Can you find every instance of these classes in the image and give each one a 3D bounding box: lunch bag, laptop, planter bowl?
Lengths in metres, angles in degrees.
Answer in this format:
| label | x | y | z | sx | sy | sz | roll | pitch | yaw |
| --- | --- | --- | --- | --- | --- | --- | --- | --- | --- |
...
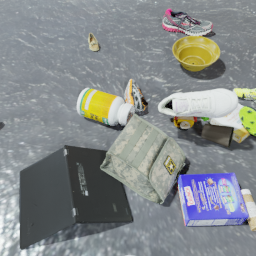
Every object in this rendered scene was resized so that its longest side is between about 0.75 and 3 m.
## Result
| label | x | y | z | sx | sy | sz | roll | pitch | yaw |
| --- | --- | --- | --- | --- | --- | --- | --- | --- | --- |
| lunch bag | 0.579 | 0.952 | 8.385 | 2.187 | 1.286 | 1.794 | 33 | 53 | 4 |
| laptop | -1.637 | 1.963 | 8.290 | 2.686 | 1.557 | 2.515 | 10 | 42 | -30 |
| planter bowl | 2.918 | -3.085 | 12.265 | 2.008 | 0.836 | 2.008 | -1 | 53 | 2 |

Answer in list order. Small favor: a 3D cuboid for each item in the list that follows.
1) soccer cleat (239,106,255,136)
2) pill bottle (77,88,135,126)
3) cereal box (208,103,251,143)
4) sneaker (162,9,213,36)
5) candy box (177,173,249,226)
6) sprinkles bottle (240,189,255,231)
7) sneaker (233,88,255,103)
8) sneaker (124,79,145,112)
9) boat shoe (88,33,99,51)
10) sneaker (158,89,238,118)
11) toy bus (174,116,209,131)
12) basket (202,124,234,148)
| label | x | y | z | sx | sy | sz | roll | pitch | yaw |
| --- | --- | --- | --- | --- | --- | --- | --- | --- | --- |
| soccer cleat | 4.623 | 0.033 | 9.437 | 2.105 | 0.711 | 0.853 | 44 | 33 | 10 |
| pill bottle | -0.769 | -0.700 | 10.032 | 1.894 | 1.068 | 1.068 | 18 | 51 | 15 |
| cereal box | 3.710 | -0.429 | 10.240 | 1.379 | 0.379 | 1.917 | -33 | 56 | -26 |
| sneaker | 3.028 | -5.351 | 14.252 | 2.559 | 0.955 | 1.032 | 12 | 49 | 9 |
| candy box | 2.321 | 2.005 | 7.912 | 1.627 | 0.627 | 1.376 | -1 | 50 | -2 |
| sprinkles bottle | 3.418 | 2.280 | 7.831 | 0.377 | 0.377 | 1.105 | -4 | 48 | -4 |
| sneaker | 4.826 | -1.373 | 11.006 | 1.328 | 0.507 | 0.501 | 16 | 52 | 15 |
| sneaker | 0.258 | -1.220 | 10.852 | 0.667 | 0.676 | 1.728 | 7 | 50 | -13 |
| boat shoe | -1.706 | -4.150 | 13.562 | 0.445 | 0.381 | 1.215 | -16 | 50 | -14 |
| sneaker | 2.009 | -0.628 | 8.339 | 2.374 | 0.889 | 1.182 | -1 | 12 | 38 |
| toy bus | 1.987 | -0.342 | 9.905 | 1.510 | 0.780 | 1.425 | -26 | 48 | -27 |
| basket | 3.024 | 0.201 | 9.479 | 0.931 | 0.839 | 0.633 | 16 | 57 | 26 |
